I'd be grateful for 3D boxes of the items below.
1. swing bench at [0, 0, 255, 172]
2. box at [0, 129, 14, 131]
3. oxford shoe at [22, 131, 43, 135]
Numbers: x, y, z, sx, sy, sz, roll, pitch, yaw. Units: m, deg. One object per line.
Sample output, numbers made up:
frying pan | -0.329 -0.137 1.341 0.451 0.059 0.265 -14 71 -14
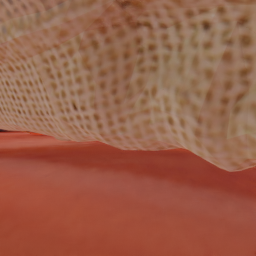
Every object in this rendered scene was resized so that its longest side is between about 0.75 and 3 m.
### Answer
swing bench | 0.054 -0.613 1.154 2.451 1.599 2.465 0 -4 43
box | -2.684 -0.365 4.818 1.596 0.846 0.975 0 1 24
oxford shoe | -0.849 -0.133 3.553 1.315 0.469 0.479 0 6 -35
